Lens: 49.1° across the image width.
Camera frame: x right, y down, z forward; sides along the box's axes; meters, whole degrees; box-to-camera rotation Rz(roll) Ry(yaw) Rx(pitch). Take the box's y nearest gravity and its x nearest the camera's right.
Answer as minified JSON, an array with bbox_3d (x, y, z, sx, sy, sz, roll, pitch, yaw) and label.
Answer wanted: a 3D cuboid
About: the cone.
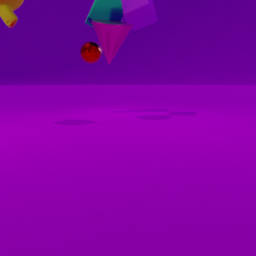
[{"bbox_3d":[-0.588,-2.827,9.459,1.394,1.399,1.394,5,26,-3],"label":"cone"}]

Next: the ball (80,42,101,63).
[{"bbox_3d":[-1.499,-3.039,11.282,0.852,0.852,0.852,0,10,0],"label":"ball"}]

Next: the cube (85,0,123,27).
[{"bbox_3d":[-0.895,-4.581,11.280,1.191,1.191,1.191,24,3,-17],"label":"cube"}]

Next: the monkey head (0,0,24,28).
[{"bbox_3d":[-3.318,-3.570,7.831,1.850,1.331,1.115,-21,18,45],"label":"monkey head"}]

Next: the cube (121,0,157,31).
[{"bbox_3d":[0.402,-4.313,10.105,0.961,0.961,0.961,-16,-25,19],"label":"cube"}]
